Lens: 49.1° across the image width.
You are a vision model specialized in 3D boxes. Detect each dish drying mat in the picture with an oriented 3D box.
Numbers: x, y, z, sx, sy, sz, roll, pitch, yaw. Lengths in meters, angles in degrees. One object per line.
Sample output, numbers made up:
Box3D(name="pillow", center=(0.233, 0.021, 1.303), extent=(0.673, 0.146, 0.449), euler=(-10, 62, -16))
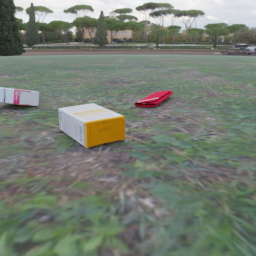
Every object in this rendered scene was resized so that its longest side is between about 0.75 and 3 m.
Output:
Box3D(name="dish drying mat", center=(1.180, -1.305, 12.126), extent=(0.982, 0.233, 2.556), euler=(-1, 17, 25))

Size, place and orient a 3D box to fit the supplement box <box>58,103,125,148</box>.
Box3D(name="supplement box", center=(-1.053, -0.129, 7.847), extent=(1.184, 0.691, 1.879), euler=(-11, 21, -31))

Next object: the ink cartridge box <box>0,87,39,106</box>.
Box3D(name="ink cartridge box", center=(-4.459, -1.257, 11.194), extent=(1.420, 0.599, 1.028), euler=(8, 5, 24))
